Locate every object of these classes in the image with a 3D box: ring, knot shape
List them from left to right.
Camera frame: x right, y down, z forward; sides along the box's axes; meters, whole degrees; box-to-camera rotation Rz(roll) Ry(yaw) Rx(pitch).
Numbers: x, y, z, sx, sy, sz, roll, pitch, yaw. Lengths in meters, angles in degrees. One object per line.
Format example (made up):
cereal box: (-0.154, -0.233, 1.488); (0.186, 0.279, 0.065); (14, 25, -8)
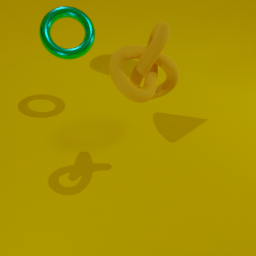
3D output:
ring: (-1.460, -2.304, 6.782); (1.336, 0.267, 1.336); (1, 83, -9)
knot shape: (0.355, -1.070, 4.538); (0.647, 1.311, 1.401); (27, 13, 33)
